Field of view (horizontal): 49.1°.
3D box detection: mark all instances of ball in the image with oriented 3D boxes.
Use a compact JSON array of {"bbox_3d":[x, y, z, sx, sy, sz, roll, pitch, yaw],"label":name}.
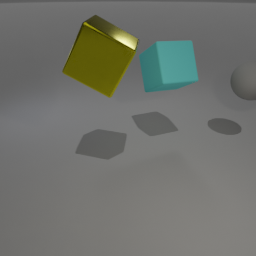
[{"bbox_3d":[4.355,-1.673,9.864,1.400,1.400,1.400,0,28,0],"label":"ball"}]

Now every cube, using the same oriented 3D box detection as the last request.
[{"bbox_3d":[1.379,-2.106,9.736,1.400,1.400,1.400,-9,-1,-23],"label":"cube"},{"bbox_3d":[-0.669,-1.908,7.364,1.400,1.400,1.400,27,28,-9],"label":"cube"}]
